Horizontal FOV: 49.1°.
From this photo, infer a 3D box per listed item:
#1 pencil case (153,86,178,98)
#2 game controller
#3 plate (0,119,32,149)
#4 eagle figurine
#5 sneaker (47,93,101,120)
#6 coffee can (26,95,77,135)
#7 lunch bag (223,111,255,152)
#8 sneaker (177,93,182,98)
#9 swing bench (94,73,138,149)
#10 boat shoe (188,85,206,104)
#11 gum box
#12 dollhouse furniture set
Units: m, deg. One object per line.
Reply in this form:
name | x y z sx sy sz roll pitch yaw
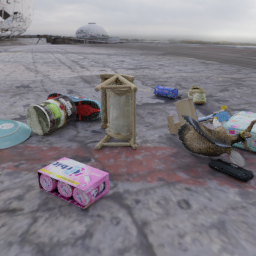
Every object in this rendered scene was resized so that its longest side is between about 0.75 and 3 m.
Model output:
pencil case | 2.089 -2.029 15.625 1.437 0.561 0.624 18 -6 42
game controller | 2.957 1.191 8.076 0.641 0.259 1.228 0 16 -44
plate | -4.866 0.118 10.372 2.445 0.312 2.445 2 25 -1
eagle figurine | 2.594 0.269 8.533 2.051 1.556 1.548 -2 24 1
sneaker | -2.315 -0.907 12.601 2.792 1.107 1.334 14 11 17
coffee can | -2.999 -0.537 11.088 1.184 1.184 1.617 12 25 27
lunch bag | 4.369 0.075 10.035 1.692 0.813 2.110 13 25 36
sneaker | 2.600 -1.941 15.908 0.422 0.359 0.964 -3 29 -41
swing bench | -0.393 -0.669 10.041 1.434 2.199 2.211 0 22 0
boat shoe | 3.786 -1.925 15.131 0.887 0.758 2.420 -1 19 1
gum box | -1.347 1.359 7.104 1.670 0.552 0.948 14 24 31
dollhouse furniture set | 2.560 -0.592 10.443 1.734 1.132 1.637 -15 1 -31
